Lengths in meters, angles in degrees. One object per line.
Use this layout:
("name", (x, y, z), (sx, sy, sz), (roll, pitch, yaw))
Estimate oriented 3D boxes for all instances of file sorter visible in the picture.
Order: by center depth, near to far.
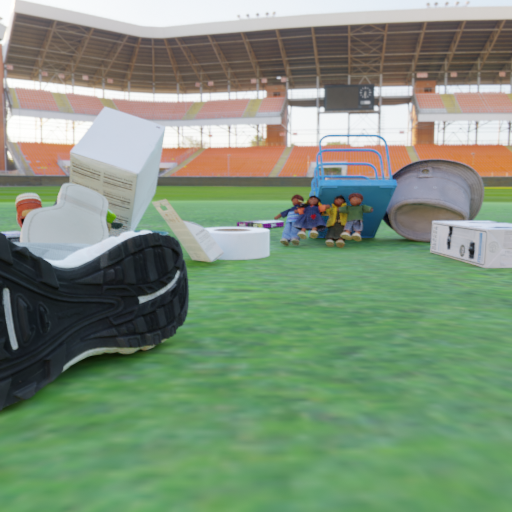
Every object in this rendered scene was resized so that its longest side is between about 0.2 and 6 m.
("file sorter", (2.255, -1.682, 13.946), (1.743, 1.541, 2.513), (-1, -26, -1))

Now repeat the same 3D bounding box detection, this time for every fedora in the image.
("fedora", (4.250, -1.132, 13.625), (2.576, 2.278, 1.163), (7, 38, 8))

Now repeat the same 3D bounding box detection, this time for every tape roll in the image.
("tape roll", (-0.482, -0.263, 11.073), (1.505, 0.526, 1.505), (0, 8, 0))

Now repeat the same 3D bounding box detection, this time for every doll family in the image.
("doll family", (1.473, -0.897, 12.663), (2.268, 1.311, 0.890), (4, -24, 12))

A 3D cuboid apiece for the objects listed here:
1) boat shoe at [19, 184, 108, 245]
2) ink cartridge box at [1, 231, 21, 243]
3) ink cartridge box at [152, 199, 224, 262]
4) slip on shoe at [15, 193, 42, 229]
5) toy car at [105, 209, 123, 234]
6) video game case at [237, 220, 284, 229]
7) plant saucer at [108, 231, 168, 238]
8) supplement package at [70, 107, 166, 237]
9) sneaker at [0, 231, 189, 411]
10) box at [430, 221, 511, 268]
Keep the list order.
("boat shoe", (-3.163, -0.236, 9.268), (1.222, 1.055, 3.364), (23, 18, -16))
("ink cartridge box", (-5.820, -0.422, 13.390), (1.189, 0.279, 1.175), (1, 6, 31))
("ink cartridge box", (-1.203, -0.490, 9.791), (0.376, 1.317, 1.070), (-35, 15, -19))
("slip on shoe", (-5.443, -0.820, 13.682), (0.763, 0.630, 2.060), (-10, -17, -18))
("toy car", (-3.247, -0.528, 11.551), (0.984, 1.025, 1.248), (41, 0, 23))
("video game case", (0.143, -1.035, 18.407), (1.086, 0.214, 1.198), (5, 9, 36))
("plant saucer", (-3.050, -0.421, 13.422), (1.867, 0.256, 1.867), (0, 8, 0))
("supplement package", (-3.218, -1.882, 12.950), (1.527, 2.076, 1.985), (18, 44, -2))
("sneaker", (-1.818, 0.407, 4.074), (1.254, 1.169, 3.164), (-7, -3, 29))
("box", (4.303, -0.259, 10.445), (1.292, 0.666, 2.216), (-1, 7, -5))
